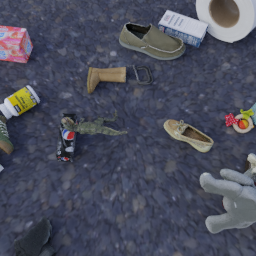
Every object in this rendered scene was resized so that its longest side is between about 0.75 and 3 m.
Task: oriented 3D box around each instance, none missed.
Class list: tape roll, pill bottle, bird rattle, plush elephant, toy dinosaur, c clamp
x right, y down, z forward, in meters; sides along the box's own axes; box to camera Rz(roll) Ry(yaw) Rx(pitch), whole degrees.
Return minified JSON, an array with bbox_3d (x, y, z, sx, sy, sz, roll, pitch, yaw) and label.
[{"bbox_3d":[4.540,-5.337,11.828,2.732,2.732,1.876,39,70,18],"label":"tape roll"},{"bbox_3d":[-4.133,-0.951,10.628,1.369,0.770,0.770,-37,68,-17],"label":"pill bottle"},{"bbox_3d":[4.199,-0.243,10.411,1.096,0.618,0.894,-25,81,-9],"label":"bird rattle"},{"bbox_3d":[3.573,1.919,8.656,2.422,1.875,1.994,-11,103,30],"label":"plush elephant"},{"bbox_3d":[-0.957,-0.120,9.568,2.694,0.639,1.187,5,31,29],"label":"toy dinosaur"},{"bbox_3d":[0.497,-2.230,11.674,0.989,0.157,1.157,-14,62,-13],"label":"c clamp"}]

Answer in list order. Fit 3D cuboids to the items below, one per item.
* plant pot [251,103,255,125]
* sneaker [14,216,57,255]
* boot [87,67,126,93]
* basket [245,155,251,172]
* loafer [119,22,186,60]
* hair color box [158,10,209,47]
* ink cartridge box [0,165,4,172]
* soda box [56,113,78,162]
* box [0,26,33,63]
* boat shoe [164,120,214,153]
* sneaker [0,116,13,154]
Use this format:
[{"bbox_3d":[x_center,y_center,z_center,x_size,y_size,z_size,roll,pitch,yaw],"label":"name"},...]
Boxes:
[{"bbox_3d":[5.046,-0.470,10.429,0.739,0.737,0.753,10,70,5],"label":"plant pot"},{"bbox_3d":[-3.033,3.781,8.236,2.257,0.678,1.177,-39,69,-24],"label":"sneaker"},{"bbox_3d":[-0.855,-1.967,11.325,1.525,0.504,1.336,2,62,0],"label":"boot"},{"bbox_3d":[4.647,1.343,9.364,1.249,1.127,0.850,8,104,12],"label":"basket"},{"bbox_3d":[1.015,-3.751,11.951,2.946,1.026,1.108,14,63,7],"label":"loafer"},{"bbox_3d":[2.446,-4.452,12.556,2.000,0.605,1.000,25,65,12],"label":"hair color box"},{"bbox_3d":[-4.742,1.177,9.626,0.780,0.568,0.328,35,68,17],"label":"ink cartridge box"},{"bbox_3d":[-2.175,0.326,10.050,0.535,0.597,1.688,3,63,-2],"label":"soda box"},{"bbox_3d":[-5.300,-3.566,11.835,2.122,1.089,1.004,8,63,3],"label":"box"},{"bbox_3d":[2.192,0.167,10.106,1.875,0.588,0.687,28,62,12],"label":"boat shoe"},{"bbox_3d":[-4.776,-0.030,10.160,2.183,0.732,0.980,33,66,15],"label":"sneaker"}]
